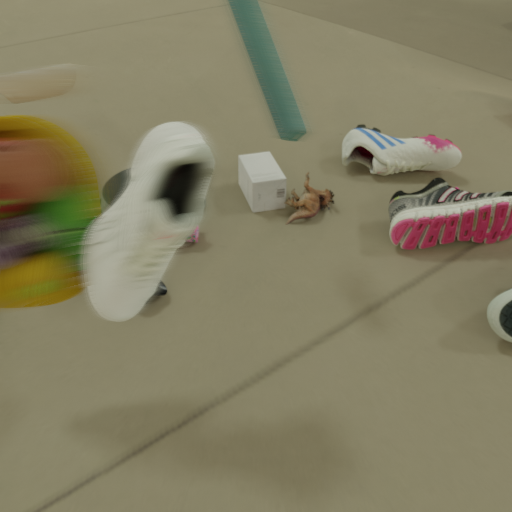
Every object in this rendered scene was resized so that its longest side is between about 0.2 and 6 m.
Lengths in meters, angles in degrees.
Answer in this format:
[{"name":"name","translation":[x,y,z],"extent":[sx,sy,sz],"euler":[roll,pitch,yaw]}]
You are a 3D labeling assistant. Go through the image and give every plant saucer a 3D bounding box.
[{"name":"plant saucer","translation":[0.012,-2.777,7.247],"extent":[0.257,2.706,0.946],"euler":[-22,6,-2]}]

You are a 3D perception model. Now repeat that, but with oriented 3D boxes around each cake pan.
[{"name":"cake pan","translation":[-1.939,-1.112,10.335],"extent":[2.003,0.367,2.003],"euler":[0,39,0]}]

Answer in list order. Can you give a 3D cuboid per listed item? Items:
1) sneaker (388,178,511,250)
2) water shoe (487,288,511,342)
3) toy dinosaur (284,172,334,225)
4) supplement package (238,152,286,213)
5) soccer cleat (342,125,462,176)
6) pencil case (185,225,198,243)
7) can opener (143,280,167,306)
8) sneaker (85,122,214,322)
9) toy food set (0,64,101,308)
[{"name":"sneaker","translation":[3.406,-0.831,9.505],"extent":[2.561,0.945,1.120],"euler":[-8,45,-2]},{"name":"water shoe","translation":[4.189,0.574,8.037],"extent":[2.517,0.900,0.993],"euler":[-13,15,-17]},{"name":"toy dinosaur","translation":[1.000,-0.941,10.088],"extent":[0.793,0.502,1.170],"euler":[36,60,-9]},{"name":"supplement package","translation":[0.099,-1.397,10.460],"extent":[0.647,0.655,1.081],"euler":[-10,40,-12]},{"name":"soccer cleat","translation":[2.827,-1.922,11.159],"extent":[2.329,0.813,1.005],"euler":[14,59,17]},{"name":"pencil case","translation":[-1.628,-0.454,9.348],"extent":[1.361,0.595,0.595],"euler":[-6,39,-6]},{"name":"can opener","translation":[-2.156,0.282,8.576],"extent":[1.737,0.683,0.551],"euler":[25,84,32]},{"name":"sneaker","translation":[-1.039,-0.243,5.366],"extent":[0.827,2.121,1.054],"euler":[18,12,-27]},{"name":"toy food set","translation":[-2.394,-0.532,5.631],"extent":[1.518,2.580,0.843],"euler":[-6,21,-9]}]
